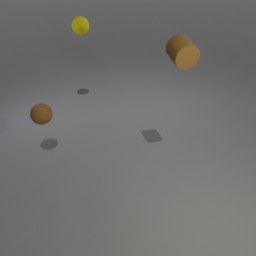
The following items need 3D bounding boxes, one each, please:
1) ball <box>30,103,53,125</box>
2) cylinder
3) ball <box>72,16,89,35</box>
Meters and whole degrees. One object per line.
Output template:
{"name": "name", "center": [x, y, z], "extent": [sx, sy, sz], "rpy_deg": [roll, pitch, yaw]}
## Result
{"name": "ball", "center": [-2.797, -0.454, 9.047], "extent": [0.700, 0.700, 0.700], "rpy_deg": [0, 31, 0]}
{"name": "cylinder", "center": [1.449, -2.031, 7.471], "extent": [0.700, 0.700, 0.700], "rpy_deg": [-9, 45, -14]}
{"name": "ball", "center": [-1.928, -4.156, 11.367], "extent": [0.700, 0.700, 0.700], "rpy_deg": [0, 31, 0]}
